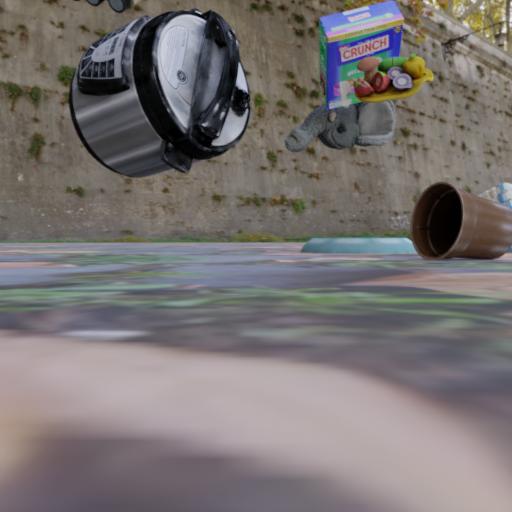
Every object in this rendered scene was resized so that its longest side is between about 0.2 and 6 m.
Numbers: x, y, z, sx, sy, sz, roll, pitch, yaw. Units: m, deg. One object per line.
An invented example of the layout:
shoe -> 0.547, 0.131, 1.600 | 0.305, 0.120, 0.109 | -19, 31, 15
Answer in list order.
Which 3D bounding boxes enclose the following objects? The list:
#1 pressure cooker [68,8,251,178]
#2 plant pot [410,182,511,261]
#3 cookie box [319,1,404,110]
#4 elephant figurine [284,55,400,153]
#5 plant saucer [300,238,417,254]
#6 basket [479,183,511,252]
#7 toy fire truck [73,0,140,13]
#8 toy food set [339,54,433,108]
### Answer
pressure cooker -> -1.710, -3.272, 11.329 | 3.349, 2.945, 2.991 | -6, 21, 38
plant pot -> 2.773, -0.391, 7.424 | 1.025, 1.035, 1.035 | 7, -1, -22
cookie box -> 1.937, -3.747, 10.594 | 1.450, 0.637, 1.695 | -15, -34, -2
elephant figurine -> 2.067, -3.147, 12.476 | 2.211, 2.850, 2.016 | 21, -2, 1
plant saucer -> 2.110, -0.213, 11.539 | 2.409, 0.330, 2.409 | 0, 2, 0
basket -> 5.266, -0.663, 12.181 | 1.728, 1.363, 1.960 | 0, -25, -21
toy fire truck -> -1.912, -3.846, 7.052 | 1.011, 0.739, 1.149 | 21, -37, 13
toy food set -> 2.035, -2.924, 9.047 | 1.542, 0.907, 0.504 | -6, -44, 20
